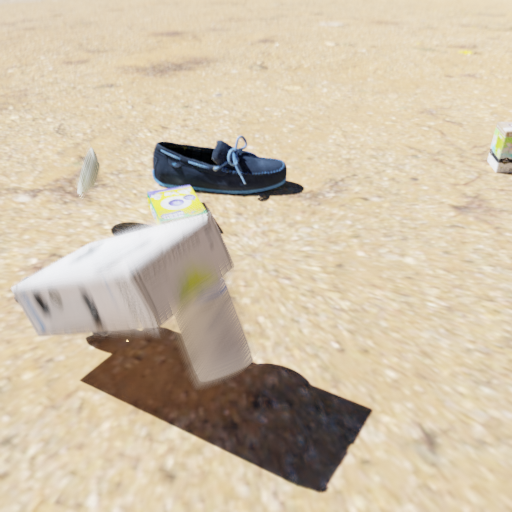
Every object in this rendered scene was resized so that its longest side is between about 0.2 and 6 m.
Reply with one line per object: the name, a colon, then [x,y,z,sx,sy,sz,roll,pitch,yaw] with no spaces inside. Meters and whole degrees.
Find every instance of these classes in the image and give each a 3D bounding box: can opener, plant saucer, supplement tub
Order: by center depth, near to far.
supplement tub: [-0.599,0.955,7.378,0.792,1.201,0.792,-20,-2,-1]
can opener: [-2.960,0.721,8.596,1.918,0.641,0.512,15,73,20]
plant saucer: [-3.249,-1.621,10.947,0.234,0.933,0.933,15,25,-25]

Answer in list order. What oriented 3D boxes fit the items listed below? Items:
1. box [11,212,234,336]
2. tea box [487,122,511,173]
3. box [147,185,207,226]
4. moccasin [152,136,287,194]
box: [-1.748,0.280,7.159,2.588,0.778,1.509,-11,19,39]
tea box: [6.384,-2.632,13.620,1.089,1.072,0.728,1,33,3]
box: [-1.602,-0.894,11.497,0.991,0.408,1.689,-12,36,-17]
moccasin: [-0.857,-2.080,12.740,3.124,1.065,1.257,0,32,0]
